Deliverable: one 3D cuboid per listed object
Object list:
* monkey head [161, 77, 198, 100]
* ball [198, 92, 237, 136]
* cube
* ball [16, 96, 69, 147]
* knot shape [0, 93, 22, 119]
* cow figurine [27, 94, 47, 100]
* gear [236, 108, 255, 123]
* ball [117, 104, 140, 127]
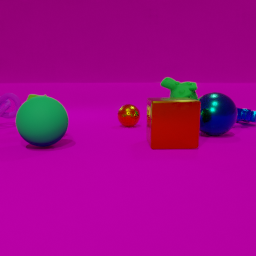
[{"bbox_3d":[1.553,-0.969,8.679,1.204,1.009,1.674,31,54,22],"label":"monkey head"},{"bbox_3d":[2.316,-0.373,7.526,1.169,1.169,1.169,0,10,0],"label":"ball"},{"bbox_3d":[1.007,-0.145,6.521,1.062,1.062,1.062,0,10,-2],"label":"cube"},{"bbox_3d":[-1.884,-0.144,6.192,1.114,1.114,1.114,0,10,0],"label":"ball"},{"bbox_3d":[-3.906,-0.654,8.798,1.143,1.222,0.565,-13,-35,2],"label":"knot shape"},{"bbox_3d":[-2.115,-0.340,7.385,1.073,1.090,0.598,6,21,-15],"label":"cow figurine"},{"bbox_3d":[3.344,-0.481,9.396,1.826,0.338,1.826,9,2,0],"label":"gear"},{"bbox_3d":[0.027,-0.396,8.894,0.733,0.733,0.733,0,10,0],"label":"ball"}]
